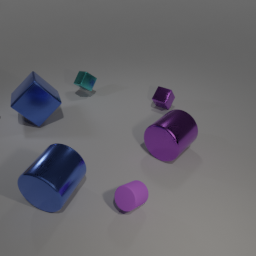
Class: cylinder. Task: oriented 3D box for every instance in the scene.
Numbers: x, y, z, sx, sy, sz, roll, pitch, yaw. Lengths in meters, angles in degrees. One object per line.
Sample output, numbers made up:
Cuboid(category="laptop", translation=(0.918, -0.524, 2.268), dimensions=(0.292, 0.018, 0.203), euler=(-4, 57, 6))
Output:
Cuboid(category="cylinder", translation=(-2.109, 1.386, 7.937), dimensions=(1.400, 1.400, 1.400), euler=(12, 37, 18))
Cuboid(category="cylinder", translation=(1.503, 0.241, 9.779), dimensions=(1.400, 1.400, 1.400), euler=(23, 39, 32))
Cuboid(category="cylinder", translation=(0.101, 1.853, 7.705), dimensions=(0.700, 0.700, 0.700), euler=(22, 14, 30))

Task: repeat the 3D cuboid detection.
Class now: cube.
Cuboid(category="cube", translation=(1.616, -1.359, 12.706), dimensions=(0.700, 0.700, 0.700), euler=(22, 77, 30))
Cuboid(category="cube", translation=(-2.070, -2.277, 13.563), dimensions=(0.700, 0.700, 0.700), euler=(28, -6, -42))
Cuboid(category="cube", translation=(-3.776, -1.208, 11.488), dimensions=(1.400, 1.400, 1.400), euler=(-45, 33, 6))
